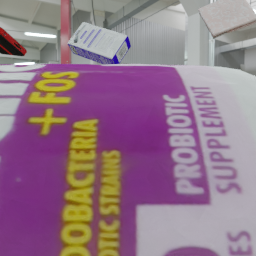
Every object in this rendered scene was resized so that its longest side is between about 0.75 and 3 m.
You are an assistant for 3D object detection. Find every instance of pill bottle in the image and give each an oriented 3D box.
[{"bbox_3d":[-0.573,0.330,0.823,1.845,1.036,1.036,-1,6,-3],"label":"pill bottle"}]

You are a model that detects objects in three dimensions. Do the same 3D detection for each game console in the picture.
[{"bbox_3d":[-4.376,-2.978,9.567,1.356,0.238,1.533,13,-16,24],"label":"game console"}]

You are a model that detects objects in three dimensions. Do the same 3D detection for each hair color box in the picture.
[{"bbox_3d":[-0.937,-2.693,9.083,1.807,0.988,0.586,25,-17,21],"label":"hair color box"}]

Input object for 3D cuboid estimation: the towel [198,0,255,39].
[{"bbox_3d":[3.425,-3.884,9.657,1.574,1.648,0.266,-19,-36,11],"label":"towel"}]
